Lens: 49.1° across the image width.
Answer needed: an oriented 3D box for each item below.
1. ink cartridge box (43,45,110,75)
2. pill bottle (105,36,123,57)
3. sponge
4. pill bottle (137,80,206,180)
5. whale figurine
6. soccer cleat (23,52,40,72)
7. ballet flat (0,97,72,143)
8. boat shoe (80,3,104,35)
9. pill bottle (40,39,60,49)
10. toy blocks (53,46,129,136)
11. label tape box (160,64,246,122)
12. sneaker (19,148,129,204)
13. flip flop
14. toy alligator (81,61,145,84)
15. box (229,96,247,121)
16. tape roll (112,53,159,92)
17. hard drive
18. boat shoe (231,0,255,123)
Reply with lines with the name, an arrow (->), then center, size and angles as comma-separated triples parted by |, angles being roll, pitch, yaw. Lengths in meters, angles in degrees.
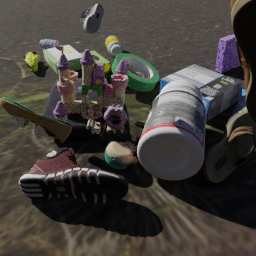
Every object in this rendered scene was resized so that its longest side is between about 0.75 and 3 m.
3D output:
ink cartridge box -> -2.182, -3.039, 11.879 | 2.338, 0.560, 1.701 | -21, 41, -23
pill bottle -> -0.608, -3.642, 12.571 | 0.665, 0.665, 1.179 | -8, 38, -10
sponge -> 4.501, -3.178, 11.363 | 2.395, 1.336, 0.357 | -24, 39, -29
pill bottle -> 1.195, -0.081, 7.039 | 1.468, 1.468, 2.577 | 8, 37, 11
whale figurine -> -0.153, 0.659, 6.929 | 0.847, 0.552, 1.065 | 34, 23, 15
soccer cleat -> -3.877, -2.783, 11.476 | 0.644, 0.498, 1.540 | -29, 40, -8
ballet flat -> -1.616, -0.112, 4.800 | 1.294, 0.408, 0.444 | 23, -9, -12
boat shoe -> -0.818, -2.203, 5.833 | 0.429, 0.345, 0.925 | -10, 44, 32
pill bottle -> -3.658, -3.885, 13.060 | 0.863, 0.469, 0.469 | 13, 38, 18
toy blocks -> -0.930, -1.143, 7.243 | 1.959, 1.765, 2.097 | 5, 31, 0
label tape box -> 2.624, -1.381, 9.323 | 2.638, 0.872, 1.890 | -30, 46, -32
sneaker -> -1.102, 0.896, 6.241 | 2.323, 0.879, 1.342 | 2, 34, 5
flip flop -> 2.625, 0.411, 6.670 | 2.402, 0.974, 0.691 | -36, 8, -34
toy alligator -> -0.673, -1.883, 10.219 | 2.560, 0.759, 0.695 | 16, 80, 19
box -> 3.778, -0.255, 8.153 | 1.373, 0.419, 1.733 | 20, 40, 24
tape roll -> 0.274, -1.994, 9.966 | 1.707, 0.410, 1.707 | 19, 38, -16
hard drive -> -1.499, -0.679, 8.589 | 1.872, 0.588, 2.776 | -2, 36, -3
boat shoe -> 1.101, -0.527, 2.108 | 0.493, 1.371, 0.466 | -8, 51, 25
